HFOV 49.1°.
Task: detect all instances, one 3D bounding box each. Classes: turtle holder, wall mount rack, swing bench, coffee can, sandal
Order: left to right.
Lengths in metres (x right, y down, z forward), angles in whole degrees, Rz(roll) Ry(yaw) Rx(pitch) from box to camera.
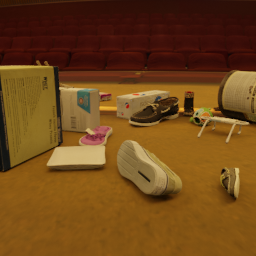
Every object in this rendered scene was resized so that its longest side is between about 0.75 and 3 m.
[{"bbox_3d":[-5.302,-3.002,18.591,1.638,2.525,2.511,-52,31,-10],"label":"swing bench"},{"bbox_3d":[-1.075,0.169,9.330,0.874,0.528,2.149,2,15,7],"label":"sandal"},{"bbox_3d":[2.957,-0.468,11.435,0.672,0.719,0.947,-28,36,-28],"label":"turtle holder"},{"bbox_3d":[3.273,0.016,9.881,1.712,0.638,1.487,11,15,37],"label":"wall mount rack"},{"bbox_3d":[5.545,-1.249,11.564,2.112,2.112,2.886,-10,18,-33],"label":"coffee can"}]

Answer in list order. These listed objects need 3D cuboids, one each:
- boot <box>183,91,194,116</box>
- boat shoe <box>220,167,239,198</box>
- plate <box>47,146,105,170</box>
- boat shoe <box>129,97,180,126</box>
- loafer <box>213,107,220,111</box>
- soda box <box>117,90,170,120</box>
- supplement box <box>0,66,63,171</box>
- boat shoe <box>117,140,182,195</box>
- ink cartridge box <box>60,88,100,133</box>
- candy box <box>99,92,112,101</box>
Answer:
[{"bbox_3d":[2.955,-1.228,13.539,0.530,1.092,1.450,5,16,18],"label":"boot"},{"bbox_3d":[2.142,1.127,5.913,0.376,0.449,1.257,5,10,19],"label":"boat shoe"},{"bbox_3d":[-1.322,0.804,7.508,1.427,0.231,1.431,-2,15,-4],"label":"plate"},{"bbox_3d":[1.214,-0.750,12.028,2.959,0.893,1.093,-14,28,-40],"label":"boat shoe"},{"bbox_3d":[4.800,-1.051,14.411,0.870,0.309,0.318,-3,15,-10],"label":"loafer"},{"bbox_3d":[0.795,-1.160,13.445,0.940,1.006,2.954,13,20,42],"label":"soda box"},{"bbox_3d":[-3.301,-0.477,7.894,1.675,2.494,2.492,6,16,22],"label":"supplement box"},{"bbox_3d":[0.377,0.930,6.348,0.702,0.815,2.264,21,9,-25],"label":"boat shoe"},{"bbox_3d":[-2.223,-0.726,10.690,2.144,1.555,0.897,5,16,18],"label":"ink cartridge box"},{"bbox_3d":[-1.803,-2.003,17.828,0.915,0.409,1.341,-13,20,-41],"label":"candy box"}]
